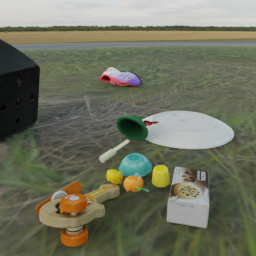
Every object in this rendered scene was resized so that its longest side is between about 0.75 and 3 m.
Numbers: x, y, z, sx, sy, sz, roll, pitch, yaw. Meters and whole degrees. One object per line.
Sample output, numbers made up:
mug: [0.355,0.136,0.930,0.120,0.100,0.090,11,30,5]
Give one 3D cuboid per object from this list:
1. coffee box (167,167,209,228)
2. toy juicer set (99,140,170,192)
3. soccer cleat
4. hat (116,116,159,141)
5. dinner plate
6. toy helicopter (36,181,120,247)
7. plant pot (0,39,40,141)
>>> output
coffee box: [1.098,1.189,5.013,0.655,0.462,1.159,5,21,14]
toy juicer set: [-0.013,0.870,5.916,1.100,0.471,1.729,-19,29,-25]
soccer cleat: [-0.375,-2.517,14.624,2.482,0.847,0.908,23,56,36]
hat: [0.285,-0.274,7.732,0.916,1.106,0.974,15,54,18]
dinner plate: [1.713,-0.098,8.657,2.988,0.362,2.988,0,19,0]
toy helicopter: [-0.787,1.277,4.839,1.119,0.668,1.692,5,9,34]
plant pot: [-4.220,-1.064,8.202,2.506,2.825,2.819,19,25,14]
